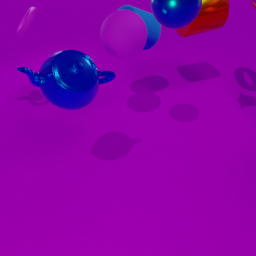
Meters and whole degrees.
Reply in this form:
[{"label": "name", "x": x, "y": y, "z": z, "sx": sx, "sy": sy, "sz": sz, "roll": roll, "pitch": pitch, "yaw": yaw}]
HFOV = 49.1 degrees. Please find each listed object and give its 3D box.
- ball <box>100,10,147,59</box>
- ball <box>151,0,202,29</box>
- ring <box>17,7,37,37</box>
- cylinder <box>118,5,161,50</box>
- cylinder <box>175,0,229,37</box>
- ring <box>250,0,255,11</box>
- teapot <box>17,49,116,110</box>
[{"label": "ball", "x": -0.105, "y": -2.292, "z": 6.907, "sx": 1.157, "sy": 1.157, "sz": 1.157, "roll": 0, "pitch": 38, "yaw": 0}, {"label": "ball", "x": 0.927, "y": -2.428, "z": 5.399, "sx": 0.975, "sy": 0.975, "sz": 0.975, "roll": 0, "pitch": 38, "yaw": 0}, {"label": "ring", "x": -3.536, "y": -3.713, "z": 9.793, "sx": 0.228, "sy": 1.138, "sz": 1.138, "roll": 29, "pitch": 24, "yaw": -33}, {"label": "cylinder", "x": 0.228, "y": -2.882, "z": 8.137, "sx": 1.067, "sy": 1.067, "sz": 1.067, "roll": -5, "pitch": 31, "yaw": -46}, {"label": "cylinder", "x": 2.229, "y": -3.663, "z": 8.796, "sx": 1.329, "sy": 1.329, "sz": 1.329, "roll": -17, "pitch": 41, "yaw": -11}, {"label": "ring", "x": 3.754, "y": -3.885, "z": 7.177, "sx": 0.362, "sy": 1.810, "sz": 1.810, "roll": 7, "pitch": 37, "yaw": -10}, {"label": "teapot", "x": -1.068, "y": -0.922, "z": 5.047, "sx": 1.803, "sy": 0.883, "sz": 1.121, "roll": -5, "pitch": 76, "yaw": -28}]
